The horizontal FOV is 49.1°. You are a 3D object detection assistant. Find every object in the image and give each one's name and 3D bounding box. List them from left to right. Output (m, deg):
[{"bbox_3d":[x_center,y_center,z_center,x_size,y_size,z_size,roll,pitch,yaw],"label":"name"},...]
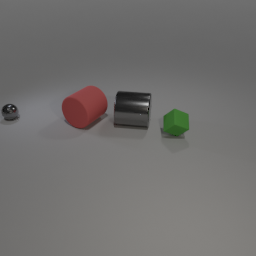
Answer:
[{"bbox_3d":[-5.119,-0.704,12.153,0.700,0.700,0.700,0,30,0],"label":"ball"},{"bbox_3d":[-1.795,-0.900,11.739,1.400,1.400,1.400,16,34,26],"label":"cylinder"},{"bbox_3d":[0.225,-0.789,11.575,1.400,1.400,1.400,5,30,7],"label":"cylinder"},{"bbox_3d":[1.827,-0.204,10.647,0.700,0.700,0.700,19,58,-25],"label":"cube"}]
